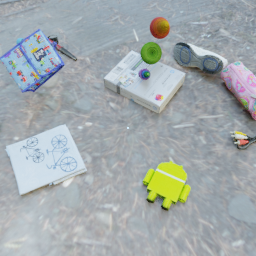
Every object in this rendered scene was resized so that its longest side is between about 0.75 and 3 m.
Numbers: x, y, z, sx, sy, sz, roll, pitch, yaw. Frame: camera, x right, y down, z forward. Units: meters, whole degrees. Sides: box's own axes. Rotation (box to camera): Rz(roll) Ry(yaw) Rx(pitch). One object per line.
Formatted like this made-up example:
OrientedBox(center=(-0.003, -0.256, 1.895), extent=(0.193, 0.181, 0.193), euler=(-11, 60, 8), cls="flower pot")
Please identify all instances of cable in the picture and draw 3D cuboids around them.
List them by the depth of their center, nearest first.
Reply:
OrientedBox(center=(4.454, 0.404, 10.134), extent=(1.482, 0.373, 0.720), euler=(-5, 54, -3), cls="cable")

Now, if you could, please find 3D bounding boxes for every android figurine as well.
OrientedBox(center=(1.281, 1.800, 9.134), extent=(1.514, 0.341, 1.663), euler=(21, 57, 15), cls="android figurine")

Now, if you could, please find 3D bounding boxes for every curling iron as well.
OrientedBox(center=(-3.122, -3.833, 13.298), extent=(0.545, 0.281, 2.198), euler=(-36, 61, -24), cls="curling iron")

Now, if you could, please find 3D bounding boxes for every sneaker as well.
OrientedBox(center=(3.186, -3.109, 12.505), extent=(2.618, 0.976, 1.140), euler=(35, 35, 29), cls="sneaker")

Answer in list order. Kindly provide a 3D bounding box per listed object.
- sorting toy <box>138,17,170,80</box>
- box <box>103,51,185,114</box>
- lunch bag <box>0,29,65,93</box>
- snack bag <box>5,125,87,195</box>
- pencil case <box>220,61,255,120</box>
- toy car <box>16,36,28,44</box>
OrientedBox(center=(1.051, -3.043, 10.699), extent=(0.874, 0.868, 2.520), euler=(18, 97, -15), cls="sorting toy")
OrientedBox(center=(0.693, -2.010, 11.739), extent=(2.720, 0.560, 2.120), euler=(28, 61, 21), cls="box")
OrientedBox(center=(-3.306, -2.442, 10.128), extent=(1.976, 0.930, 1.488), euler=(-33, 93, 14), cls="lunch bag")
OrientedBox(center=(-2.874, 1.073, 9.728), extent=(2.327, 0.249, 2.195), euler=(-22, 56, -16), cls="snack bag")
OrientedBox(center=(4.746, -1.518, 11.095), extent=(1.109, 1.109, 2.537), euler=(-15, 54, -11), cls="pencil case")
OrientedBox(center=(-4.056, -3.778, 12.790), extent=(1.289, 1.237, 1.399), euler=(4, 41, 16), cls="toy car")
